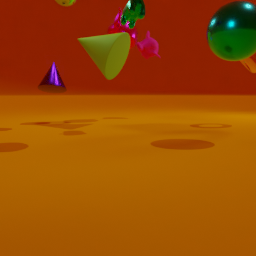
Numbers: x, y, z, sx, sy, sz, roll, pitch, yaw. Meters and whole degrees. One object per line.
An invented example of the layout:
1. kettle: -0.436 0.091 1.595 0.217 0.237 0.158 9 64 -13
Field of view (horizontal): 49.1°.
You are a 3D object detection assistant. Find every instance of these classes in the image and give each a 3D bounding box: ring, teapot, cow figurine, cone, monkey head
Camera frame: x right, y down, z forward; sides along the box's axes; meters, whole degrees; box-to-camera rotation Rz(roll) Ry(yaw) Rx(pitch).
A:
1. ring: 3.963 -2.457 9.573 0.283 1.413 1.413 -39 -7 20
2. teapot: -0.173 -3.814 11.141 1.257 0.990 2.021 24 -14 25
3. cow figurine: 0.235 -3.561 7.965 0.619 1.111 1.129 17 -23 -26
4. cone: -1.042 -2.746 9.591 1.655 1.649 1.649 27 15 14
5. monkey head: 0.865 -3.562 12.221 0.844 1.400 1.007 -25 -13 19
6. cone: -2.759 -1.933 10.328 1.042 1.046 1.042 1 -10 0

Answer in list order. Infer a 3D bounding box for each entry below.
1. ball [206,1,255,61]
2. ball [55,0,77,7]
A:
1. ball: 2.419 -2.154 6.275 1.280 1.280 1.280 0 7 0
2. ball: -1.929 -4.189 8.610 0.835 0.835 0.835 0 7 0
